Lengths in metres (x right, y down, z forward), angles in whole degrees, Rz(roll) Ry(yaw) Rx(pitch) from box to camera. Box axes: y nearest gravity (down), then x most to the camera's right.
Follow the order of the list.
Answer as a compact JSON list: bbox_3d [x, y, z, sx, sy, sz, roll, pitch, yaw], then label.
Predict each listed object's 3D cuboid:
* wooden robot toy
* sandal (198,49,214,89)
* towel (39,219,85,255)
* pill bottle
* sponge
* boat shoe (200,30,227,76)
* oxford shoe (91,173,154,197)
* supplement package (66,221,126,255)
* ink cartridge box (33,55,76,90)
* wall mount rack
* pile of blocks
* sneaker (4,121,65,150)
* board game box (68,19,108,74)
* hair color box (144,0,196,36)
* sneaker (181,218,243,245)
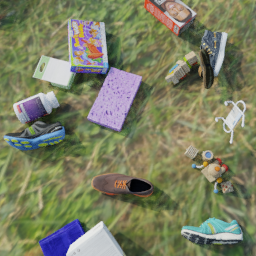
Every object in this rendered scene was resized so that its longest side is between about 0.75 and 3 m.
[{"bbox_3d":[3.132,1.414,10.230,0.998,1.028,2.266,-37,76,-11],"label":"wooden robot toy"},{"bbox_3d":[3.075,-2.363,11.355,0.660,0.441,1.615,-17,93,-37],"label":"sandal"},{"bbox_3d":[-2.179,4.037,9.674,1.562,0.387,1.154,-28,73,-9],"label":"towel"},{"bbox_3d":[-3.584,-0.850,11.075,1.583,0.882,0.882,-24,73,-8],"label":"pill bottle"},{"bbox_3d":[-0.504,-1.216,11.465,1.404,0.375,2.517,20,73,7],"label":"sponge"},{"bbox_3d":[3.554,-3.213,11.989,1.003,0.782,2.210,13,66,8],"label":"boat shoe"},{"bbox_3d":[-0.200,1.999,10.130,2.294,0.832,0.817,4,71,1],"label":"oxford shoe"},{"bbox_3d":[-0.640,4.455,8.839,1.349,1.401,2.464,-35,85,-11],"label":"supplement package"},{"bbox_3d":[-3.049,-2.353,11.851,1.550,0.372,1.128,14,71,5],"label":"ink cartridge box"},{"bbox_3d":[3.584,-0.212,9.606,0.519,1.392,1.209,-6,48,-21],"label":"wall mount rack"},{"bbox_3d":[2.303,-2.475,11.896,1.755,0.720,0.545,-43,119,-4],"label":"pile of blocks"},{"bbox_3d":[-3.586,0.242,10.846,2.272,0.806,0.942,-10,55,-4],"label":"sneaker"},{"bbox_3d":[-1.726,-3.469,11.955,1.546,0.515,2.299,-1,71,-16],"label":"board game box"},{"bbox_3d":[1.887,-5.323,12.704,1.114,0.672,2.195,-42,77,-14],"label":"hair color box"},{"bbox_3d":[2.880,3.571,9.757,2.111,0.818,0.841,3,52,-4],"label":"sneaker"}]
